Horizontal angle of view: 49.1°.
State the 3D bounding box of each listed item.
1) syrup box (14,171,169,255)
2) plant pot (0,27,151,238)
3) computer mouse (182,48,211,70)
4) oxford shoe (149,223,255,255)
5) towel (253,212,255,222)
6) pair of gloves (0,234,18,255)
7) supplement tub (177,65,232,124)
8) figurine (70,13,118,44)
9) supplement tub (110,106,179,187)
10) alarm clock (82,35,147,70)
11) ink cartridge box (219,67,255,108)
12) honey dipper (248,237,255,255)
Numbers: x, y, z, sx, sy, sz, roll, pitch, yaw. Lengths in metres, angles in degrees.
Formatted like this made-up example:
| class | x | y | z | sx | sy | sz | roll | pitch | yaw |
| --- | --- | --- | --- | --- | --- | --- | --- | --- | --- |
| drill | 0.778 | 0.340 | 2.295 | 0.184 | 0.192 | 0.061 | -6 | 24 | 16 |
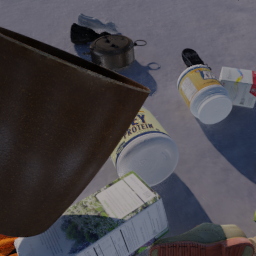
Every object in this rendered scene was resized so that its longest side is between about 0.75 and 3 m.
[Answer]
| class | x | y | z | sx | sy | sz | roll | pitch | yaw |
| --- | --- | --- | --- | --- | --- | --- | --- | --- | --- |
| syrup box | -0.645 | 2.149 | 5.557 | 2.771 | 1.128 | 1.091 | -29 | 36 | -19 |
| plant pot | -1.447 | 0.199 | 4.737 | 2.758 | 2.950 | 2.758 | 21 | 12 | -5 |
| computer mouse | 2.698 | -2.729 | 11.753 | 1.068 | 0.407 | 1.542 | -11 | 55 | -12 |
| oxford shoe | 1.504 | 2.508 | 6.041 | 2.173 | 0.769 | 0.802 | 0 | 24 | -5 |
| towel | 4.211 | 1.711 | 6.895 | 1.827 | 0.290 | 2.544 | 18 | 42 | 21 |
| pair of gloves | -2.356 | 3.017 | 5.717 | 1.953 | 0.271 | 2.192 | -16 | 49 | -19 |
| supplement tub | 2.523 | -1.124 | 9.329 | 1.305 | 1.305 | 1.803 | -9 | 45 | -10 |
| figurine | -1.524 | -4.710 | 13.588 | 2.059 | 0.908 | 2.110 | 11 | 43 | 0 |
| supplement tub | 0.193 | 0.328 | 7.475 | 1.592 | 1.592 | 2.196 | -14 | 36 | -14 |
| alarm clock | -0.423 | -3.388 | 11.958 | 2.770 | 0.922 | 1.868 | -21 | 43 | -21 |
| ink cartridge box | 3.872 | -1.463 | 9.930 | 1.332 | 0.968 | 0.964 | 12 | 45 | 12 |
| honey dipper | 4.000 | 2.398 | 6.195 | 2.804 | 0.532 | 0.532 | -9 | 44 | -11 |
